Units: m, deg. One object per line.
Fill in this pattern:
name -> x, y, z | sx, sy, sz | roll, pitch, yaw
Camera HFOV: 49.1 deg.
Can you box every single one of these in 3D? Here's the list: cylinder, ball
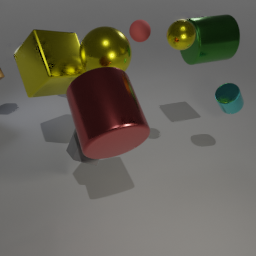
cylinder -> -0.426, -0.280, 5.763 | 1.400, 1.400, 1.400 | -12, 65, -19
ball -> -0.598, -1.985, 7.508 | 1.400, 1.400, 1.400 | 0, 32, 0
cylinder -> 2.993, -0.860, 8.259 | 0.700, 0.700, 0.700 | -13, 62, 26
ball -> 0.392, -3.160, 9.126 | 0.700, 0.700, 0.700 | 0, 32, 0
ball -> 1.281, -2.237, 6.753 | 0.700, 0.700, 0.700 | 0, 32, 0
cylinder -> 2.543, -2.803, 8.913 | 1.400, 1.400, 1.400 | -11, 34, -13

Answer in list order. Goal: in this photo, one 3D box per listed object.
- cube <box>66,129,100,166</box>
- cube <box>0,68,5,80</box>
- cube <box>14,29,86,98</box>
cube -> -1.092, 0.483, 7.314 | 0.700, 0.700, 0.700 | 21, 5, -30
cube -> -5.276, -2.061, 10.582 | 0.700, 0.700, 0.700 | -22, 6, 34
cube -> -2.208, -1.836, 8.149 | 1.400, 1.400, 1.400 | -15, -8, -46
